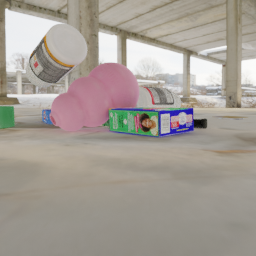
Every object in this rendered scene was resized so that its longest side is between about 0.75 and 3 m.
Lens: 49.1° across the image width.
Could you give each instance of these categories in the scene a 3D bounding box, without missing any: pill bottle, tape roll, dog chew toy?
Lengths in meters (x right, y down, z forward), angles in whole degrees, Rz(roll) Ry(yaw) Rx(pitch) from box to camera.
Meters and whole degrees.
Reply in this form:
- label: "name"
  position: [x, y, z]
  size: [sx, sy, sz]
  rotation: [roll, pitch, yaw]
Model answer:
- label: "pill bottle"
  position: [-2.533, -2.340, 9.537]
  size: [1.394, 1.394, 2.395]
  rotation: [-4, -13, -41]
- label: "pill bottle"
  position: [1.310, -1.187, 13.460]
  size: [1.533, 1.533, 2.769]
  rotation: [5, 7, 45]
- label: "tape roll"
  position: [-5.178, -0.360, 8.888]
  size: [2.921, 0.702, 2.921]
  rotation: [0, 6, 0]
- label: "dog chew toy"
  position: [-0.966, -0.806, 7.957]
  size: [2.698, 1.680, 1.680]
  rotation: [-31, 22, -32]

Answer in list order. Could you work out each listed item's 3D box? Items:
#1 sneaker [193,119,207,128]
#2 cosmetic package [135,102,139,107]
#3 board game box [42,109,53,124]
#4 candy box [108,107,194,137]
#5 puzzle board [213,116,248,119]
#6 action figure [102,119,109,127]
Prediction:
- label: "sneaker"
  position: [2.147, -0.139, 8.795]
  size: [0.521, 0.300, 0.999]
  rotation: [1, 0, 4]
- label: "cosmetic package"
  position: [-0.714, -0.735, 9.897]
  size: [2.048, 0.869, 1.102]
  rotation: [0, -28, 15]
- label: "board game box"
  position: [-2.174, -0.514, 11.439]
  size: [2.405, 0.541, 1.829]
  rotation: [-2, 6, -23]
- label: "candy box"
  position: [0.588, -0.209, 7.295]
  size: [1.732, 0.667, 1.464]
  rotation: [3, 7, 44]
- label: "puzzle board"
  position: [5.042, -0.508, 13.878]
  size: [1.048, 0.121, 1.391]
  rotation: [-4, 6, -25]
- label: "action figure"
  position: [0.096, -0.243, 8.881]
  size: [1.956, 0.535, 1.155]
  rotation: [-5, 10, -19]
